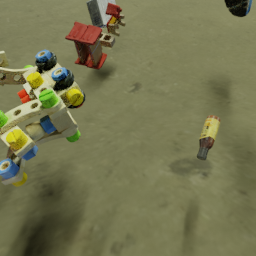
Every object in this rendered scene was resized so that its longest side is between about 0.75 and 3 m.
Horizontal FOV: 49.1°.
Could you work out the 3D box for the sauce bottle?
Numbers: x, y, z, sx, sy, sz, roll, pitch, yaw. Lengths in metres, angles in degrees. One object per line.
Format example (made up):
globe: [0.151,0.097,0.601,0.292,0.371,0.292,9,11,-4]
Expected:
sauce bottle: [1.413,0.171,4.950,0.272,0.272,0.824,16,65,18]

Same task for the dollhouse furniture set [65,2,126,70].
dollhouse furniture set: [-0.399,-1.308,3.750,0.386,0.511,0.949,18,64,13]

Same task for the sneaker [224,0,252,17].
sneaker: [3.436,-4.373,7.944,1.041,2.315,0.908,-6,14,-28]

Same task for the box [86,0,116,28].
box: [-0.820,-3.909,9.539,0.512,0.898,0.976,-5,16,38]

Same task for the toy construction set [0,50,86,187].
toy construction set: [-1.835,-0.523,4.976,1.850,1.299,2.821,-35,61,-10]
